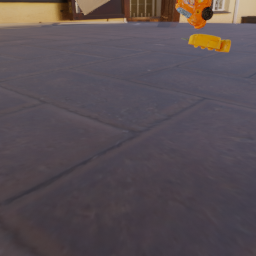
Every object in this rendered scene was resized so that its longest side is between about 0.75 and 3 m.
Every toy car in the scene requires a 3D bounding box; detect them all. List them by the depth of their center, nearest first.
[{"bbox_3d":[1.555,-2.703,6.021,0.975,1.437,2.930,11,32,-3],"label":"toy car"}]

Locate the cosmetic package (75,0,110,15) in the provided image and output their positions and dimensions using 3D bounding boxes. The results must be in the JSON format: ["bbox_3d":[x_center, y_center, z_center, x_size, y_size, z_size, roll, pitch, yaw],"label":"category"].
[{"bbox_3d":[-1.094,-3.451,5.746,0.856,1.191,2.111,-30,-6,6],"label":"cosmetic package"}]
